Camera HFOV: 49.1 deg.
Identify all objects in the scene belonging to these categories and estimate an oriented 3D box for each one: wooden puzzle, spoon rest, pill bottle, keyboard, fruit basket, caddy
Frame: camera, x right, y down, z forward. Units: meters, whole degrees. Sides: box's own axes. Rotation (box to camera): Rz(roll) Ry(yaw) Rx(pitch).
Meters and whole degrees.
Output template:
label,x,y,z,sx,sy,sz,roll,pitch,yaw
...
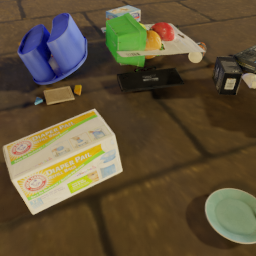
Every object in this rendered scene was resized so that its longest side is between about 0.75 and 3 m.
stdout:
label,x,y,z,sx,sy,sz,roll,pitch,yaw
wooden puzzle,-1.984,-0.934,8.105,1.339,0.157,0.904,-9,37,-10
spoon rest,3.822,-1.456,8.660,0.494,0.302,0.995,10,28,9
pill bottle,2.493,-2.709,9.925,0.483,0.483,0.910,16,43,18
keyboard,0.658,-1.552,8.763,1.964,0.252,1.179,-8,47,-10
fruit basket,0.768,-3.067,9.913,2.952,1.384,2.734,-5,40,-21
caddy,-2.295,-2.446,8.966,1.905,1.415,2.695,-21,40,11

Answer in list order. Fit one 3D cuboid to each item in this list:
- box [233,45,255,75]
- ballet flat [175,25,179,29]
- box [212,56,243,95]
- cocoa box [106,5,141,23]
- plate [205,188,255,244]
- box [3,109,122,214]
label,x,y,z,sx,sy,sz,roll,pitch,yaw
box,4.431,-2.324,9.552,1.452,0.370,1.145,-29,47,-30
ballet flat,1.807,-4.376,12.085,0.799,0.227,0.266,12,42,14
box,2.936,-1.573,8.365,0.539,0.764,1.033,2,41,1
cocoa box,-0.192,-4.551,11.817,1.271,0.834,0.848,-29,48,-30
plate,1.977,1.597,5.110,1.138,0.145,1.138,0,40,0
box,-1.180,0.589,5.248,1.861,1.047,0.943,-24,43,-16
